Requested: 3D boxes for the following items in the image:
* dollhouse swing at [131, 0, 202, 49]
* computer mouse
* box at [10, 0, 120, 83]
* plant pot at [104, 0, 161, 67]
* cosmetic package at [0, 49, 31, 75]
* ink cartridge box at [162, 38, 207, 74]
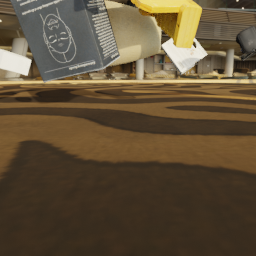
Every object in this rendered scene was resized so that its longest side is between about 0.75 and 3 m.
[{"bbox_3d":[0.685,-3.260,8.083,1.818,1.879,2.068,-26,59,-20],"label":"dollhouse swing"},{"bbox_3d":[3.580,-2.327,7.620,1.121,0.367,1.596,-25,-21,19],"label":"computer mouse"},{"bbox_3d":[-1.852,-3.187,8.518,2.221,2.993,1.602,-7,23,23],"label":"box"},{"bbox_3d":[-0.130,-3.534,10.618,2.753,2.578,2.578,2,12,6],"label":"plant pot"},{"bbox_3d":[-3.564,-2.031,8.565,0.850,0.523,0.848,8,14,-43],"label":"cosmetic package"},{"bbox_3d":[2.040,-2.798,10.215,1.125,1.297,0.282,-34,-11,1],"label":"ink cartridge box"}]
